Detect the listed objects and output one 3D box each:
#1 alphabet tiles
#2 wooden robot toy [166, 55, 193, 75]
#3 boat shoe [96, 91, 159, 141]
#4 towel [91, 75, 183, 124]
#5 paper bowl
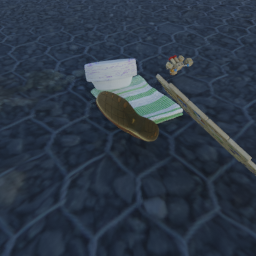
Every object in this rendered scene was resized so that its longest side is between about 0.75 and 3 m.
[{"bbox_3d":[1.624,-0.010,5.583,0.085,2.240,2.692,-46,72,8],"label":"alphabet tiles"},{"bbox_3d":[1.653,-2.151,9.815,1.313,0.596,0.578,-27,75,-36],"label":"wooden robot toy"},{"bbox_3d":[-0.084,-0.216,6.931,1.801,0.608,0.648,35,67,-18],"label":"boat shoe"},{"bbox_3d":[0.225,-0.846,8.605,1.904,0.292,2.496,-20,42,-22],"label":"towel"},{"bbox_3d":[-0.505,-1.648,8.642,1.577,0.820,1.577,-7,16,2],"label":"paper bowl"}]
